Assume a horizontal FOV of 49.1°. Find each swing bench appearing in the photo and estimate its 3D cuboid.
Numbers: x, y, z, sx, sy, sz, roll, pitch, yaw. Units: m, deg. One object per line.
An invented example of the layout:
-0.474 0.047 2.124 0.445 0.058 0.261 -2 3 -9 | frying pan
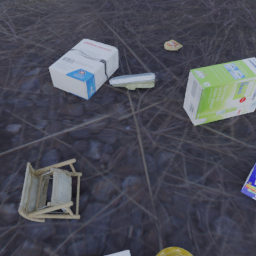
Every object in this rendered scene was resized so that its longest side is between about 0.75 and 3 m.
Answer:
-2.400 1.978 8.871 1.658 1.075 1.649 -6 50 2 | swing bench

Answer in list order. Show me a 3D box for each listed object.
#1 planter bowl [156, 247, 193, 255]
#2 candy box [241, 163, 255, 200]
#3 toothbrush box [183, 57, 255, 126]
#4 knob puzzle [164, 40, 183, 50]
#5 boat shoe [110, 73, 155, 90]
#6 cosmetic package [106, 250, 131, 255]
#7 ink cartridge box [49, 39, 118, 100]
1.255 3.928 7.484 1.290 0.537 1.290 0 48 0 | planter bowl
4.594 1.832 9.320 1.118 0.509 1.323 29 56 21 | candy box
3.818 -1.435 11.154 2.788 2.030 1.200 -13 50 -11 | toothbrush box
2.323 -4.343 14.934 0.986 0.137 0.986 0 49 0 | knob puzzle
0.216 -2.028 12.563 2.052 0.636 0.739 -5 22 2 | boat shoe
-0.874 4.331 7.086 2.330 0.602 1.757 -10 48 -9 | cosmetic package
-1.921 -2.785 12.904 1.960 1.142 2.711 23 53 19 | ink cartridge box
